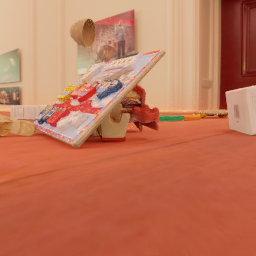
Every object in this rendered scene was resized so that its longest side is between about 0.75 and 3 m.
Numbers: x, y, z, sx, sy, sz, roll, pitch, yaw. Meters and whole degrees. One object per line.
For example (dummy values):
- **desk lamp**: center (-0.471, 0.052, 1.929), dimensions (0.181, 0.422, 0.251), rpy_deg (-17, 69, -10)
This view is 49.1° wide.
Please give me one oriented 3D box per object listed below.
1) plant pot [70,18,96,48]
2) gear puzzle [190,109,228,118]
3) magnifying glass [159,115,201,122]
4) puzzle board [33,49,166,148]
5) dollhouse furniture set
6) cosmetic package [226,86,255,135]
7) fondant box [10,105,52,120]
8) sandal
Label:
- **plant pot**: center (-1.432, -2.922, 8.564), dimensions (0.570, 0.849, 0.849), rpy_deg (13, 8, 19)
- **gear puzzle**: center (4.305, -0.652, 14.271), dimensions (2.958, 0.387, 1.532), rpy_deg (-8, 10, -41)
- **magnifying glass**: center (2.041, -0.402, 11.575), dimensions (2.401, 0.269, 0.956), rpy_deg (-5, 6, -30)
- **puzzle board**: center (-0.779, -0.651, 5.210), dimensions (2.054, 0.237, 2.725), rpy_deg (-49, 27, -17)
- **dollhouse furniture set**: center (-0.135, -0.190, 5.683), dimensions (1.293, 0.977, 2.402), rpy_deg (-1, 21, -15)
- **cosmetic package**: center (3.272, -0.506, 6.298), dimensions (1.643, 1.010, 1.637), rpy_deg (-7, 4, 5)
- **fondant box**: center (-4.143, -0.739, 13.075), dimensions (2.229, 0.649, 1.608), rpy_deg (4, 6, 36)
- **sandal**: center (-2.402, -0.036, 5.375), dimensions (1.167, 0.428, 0.384), rpy_deg (6, 3, 1)
